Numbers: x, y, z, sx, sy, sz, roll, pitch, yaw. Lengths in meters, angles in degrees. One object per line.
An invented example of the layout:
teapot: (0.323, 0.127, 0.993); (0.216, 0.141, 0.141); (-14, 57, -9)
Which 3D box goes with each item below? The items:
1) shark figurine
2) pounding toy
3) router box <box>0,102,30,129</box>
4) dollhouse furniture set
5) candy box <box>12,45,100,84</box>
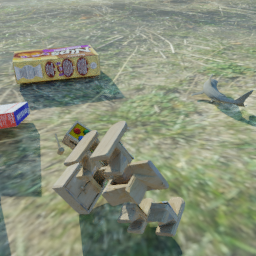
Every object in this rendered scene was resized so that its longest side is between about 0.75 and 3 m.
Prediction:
shark figurine: (2.555, -1.139, 7.995); (1.107, 0.773, 1.852); (-12, 31, -13)
pounding toy: (-1.184, 0.218, 5.842); (0.700, 0.365, 0.797); (35, 42, -4)
router box: (-3.120, -0.266, 6.617); (1.254, 0.341, 1.397); (-8, 15, -4)
dollhouse furniture set: (-0.159, 0.662, 4.274); (1.713, 1.574, 1.115); (-15, 32, 42)
candy box: (-2.547, -2.330, 10.045); (2.847, 0.804, 1.661); (-10, 30, -14)
